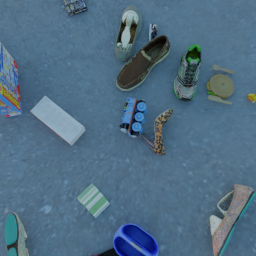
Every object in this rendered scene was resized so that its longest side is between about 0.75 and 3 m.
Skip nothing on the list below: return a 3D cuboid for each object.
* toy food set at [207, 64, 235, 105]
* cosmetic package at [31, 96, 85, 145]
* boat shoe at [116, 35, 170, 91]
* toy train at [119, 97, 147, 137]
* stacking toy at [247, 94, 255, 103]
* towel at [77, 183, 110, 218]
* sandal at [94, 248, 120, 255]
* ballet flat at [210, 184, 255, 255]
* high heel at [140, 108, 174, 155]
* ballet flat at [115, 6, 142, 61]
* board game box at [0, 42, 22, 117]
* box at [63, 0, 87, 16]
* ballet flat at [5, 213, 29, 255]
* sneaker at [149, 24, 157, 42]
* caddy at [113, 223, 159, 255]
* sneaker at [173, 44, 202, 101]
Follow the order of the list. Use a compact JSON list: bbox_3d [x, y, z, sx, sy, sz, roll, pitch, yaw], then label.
[{"bbox_3d":[3.926,-1.786,11.909,1.185,0.345,1.716,15,70,-3],"label":"toy food set"},{"bbox_3d":[-2.811,-0.296,11.337,2.128,0.539,0.878,38,78,10],"label":"cosmetic package"},{"bbox_3d":[0.601,-2.827,11.744,1.097,1.099,2.970,40,78,10],"label":"boat shoe"},{"bbox_3d":[0.215,-0.433,11.335,0.923,0.700,1.615,11,77,12],"label":"toy train"},{"bbox_3d":[6.135,-1.126,11.665,1.400,0.436,1.857,-41,80,-9],"label":"stacking toy"},{"bbox_3d":[-1.315,2.777,10.717,0.810,0.124,1.062,-43,78,-11],"label":"towel"},{"bbox_3d":[-1.113,4.834,9.998,1.756,0.396,0.659,-25,76,-7],"label":"sandal"},{"bbox_3d":[3.606,3.293,10.272,0.958,0.970,2.849,28,70,29],"label":"ballet flat"},{"bbox_3d":[1.493,0.170,11.121,1.754,0.626,1.250,-46,72,5],"label":"high heel"},{"bbox_3d":[0.059,-4.353,12.266,0.968,0.915,2.873,10,75,3],"label":"ballet flat"},{"bbox_3d":[-4.959,-1.954,10.798,0.691,2.471,2.420,-11,75,-4],"label":"board game box"},{"bbox_3d":[-2.496,-5.843,13.008,0.921,0.281,1.143,-21,76,-7],"label":"box"},{"bbox_3d":[-3.950,4.198,10.034,0.759,0.701,2.249,-23,64,22],"label":"ballet flat"},{"bbox_3d":[1.131,-4.268,12.532,0.360,0.356,0.907,3,73,7],"label":"sneaker"},{"bbox_3d":[0.277,4.151,9.942,1.672,0.878,1.182,34,78,9],"label":"caddy"},{"bbox_3d":[2.488,-2.318,11.624,0.987,1.077,2.529,9,75,2],"label":"sneaker"}]
